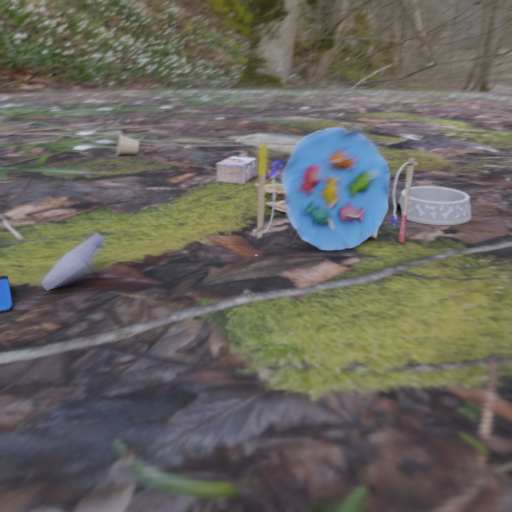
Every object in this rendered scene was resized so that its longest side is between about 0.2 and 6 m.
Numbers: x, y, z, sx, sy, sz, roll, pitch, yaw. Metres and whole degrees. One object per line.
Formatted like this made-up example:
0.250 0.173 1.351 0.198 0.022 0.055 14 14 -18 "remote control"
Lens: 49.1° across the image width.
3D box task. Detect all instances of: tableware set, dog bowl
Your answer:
1.357 -1.562 14.142 2.738 0.318 2.288 -9 23 -22 "tableware set"
4.109 -1.201 12.962 1.705 0.500 1.705 1 21 0 "dog bowl"

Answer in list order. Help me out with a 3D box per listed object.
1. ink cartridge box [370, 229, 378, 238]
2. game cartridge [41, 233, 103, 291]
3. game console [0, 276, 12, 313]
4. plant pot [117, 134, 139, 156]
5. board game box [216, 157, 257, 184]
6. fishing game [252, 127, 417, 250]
2.022 -0.813 11.508 0.999 0.725 0.418 11 -5 26 "ink cartridge box"
-3.037 0.093 9.327 0.814 0.241 1.255 -36 17 12 "game cartridge"
-4.323 0.695 8.561 1.081 0.640 0.923 -10 54 -22 "game console"
-4.505 -3.848 19.700 0.681 0.744 0.744 5 18 -19 "plant pot"
-0.544 -2.509 16.309 0.869 0.528 1.090 8 22 19 "board game box"
1.586 -1.251 10.442 3.272 2.343 0.509 5 3 -20 "fishing game"
